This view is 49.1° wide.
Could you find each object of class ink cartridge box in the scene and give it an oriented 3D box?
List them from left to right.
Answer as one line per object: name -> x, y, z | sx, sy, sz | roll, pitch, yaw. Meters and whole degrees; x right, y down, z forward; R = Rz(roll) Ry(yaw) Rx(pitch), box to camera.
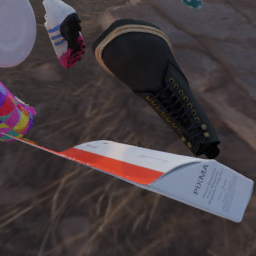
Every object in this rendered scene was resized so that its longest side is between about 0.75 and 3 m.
ink cartridge box -> -0.013, 0.414, 3.849 | 2.247, 2.764, 0.789 | 6, 68, 53

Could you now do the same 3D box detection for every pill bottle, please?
pill bottle -> -3.247, -2.034, 5.377 | 2.617, 1.484, 1.484 | 12, 52, 23

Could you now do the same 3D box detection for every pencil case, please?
pencil case -> -2.187, -0.382, 4.440 | 0.874, 1.978, 0.874 | 0, 77, 1

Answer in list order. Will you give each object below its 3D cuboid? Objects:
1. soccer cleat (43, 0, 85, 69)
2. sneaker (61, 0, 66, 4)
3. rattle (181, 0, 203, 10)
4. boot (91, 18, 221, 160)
soccer cleat -> -1.455, -2.132, 6.349 | 0.864, 2.001, 0.699 | 45, 71, 6
sneaker -> -1.768, -3.152, 7.315 | 0.440, 0.659, 1.151 | -39, 91, 15
rattle -> 0.592, -4.044, 7.182 | 2.126, 2.977, 1.938 | -35, 57, -2
boot -> 0.770, -0.496, 4.874 | 1.129, 2.914, 2.015 | -37, 64, 24
